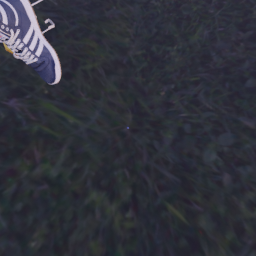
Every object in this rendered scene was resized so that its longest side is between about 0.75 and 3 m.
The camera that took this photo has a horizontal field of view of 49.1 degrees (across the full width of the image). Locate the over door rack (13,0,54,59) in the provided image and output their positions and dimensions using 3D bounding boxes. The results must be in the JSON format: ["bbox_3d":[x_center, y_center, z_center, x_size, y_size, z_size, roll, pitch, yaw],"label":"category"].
[{"bbox_3d":[-2.038,-2.262,6.168,0.461,1.022,1.383,30,62,4],"label":"over door rack"}]

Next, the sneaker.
[{"bbox_3d":[-1.920,-1.474,5.015,0.604,1.723,0.935,-11,22,33],"label":"sneaker"}]

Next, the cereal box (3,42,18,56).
[{"bbox_3d":[-2.783,-2.528,6.765,1.253,1.742,0.344,28,55,28],"label":"cereal box"}]
